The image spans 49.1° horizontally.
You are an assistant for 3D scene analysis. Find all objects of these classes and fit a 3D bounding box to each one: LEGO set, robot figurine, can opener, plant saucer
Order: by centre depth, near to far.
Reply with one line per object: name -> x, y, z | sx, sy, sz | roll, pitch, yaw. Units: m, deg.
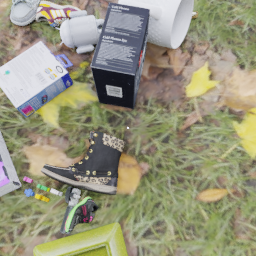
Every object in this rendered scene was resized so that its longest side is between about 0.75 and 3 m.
plant saucer -> -1.266, 4.570, 8.210 | 2.838, 0.679, 2.834 | -15, 73, -4
can opener -> -1.876, 2.650, 9.057 | 0.483, 0.382, 1.453 | -4, 66, 36
LEGO set -> -2.910, 2.058, 9.087 | 1.394, 0.572, 0.532 | 20, 74, 6
robot figurine -> -1.772, -3.672, 10.699 | 1.860, 1.050, 1.577 | -12, 93, -3

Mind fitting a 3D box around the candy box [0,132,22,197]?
candy box -> -5.311, 1.080, 9.138 | 2.494, 1.064, 2.973 | -26, 74, -8

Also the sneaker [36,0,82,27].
sneaker -> -2.684, -4.390, 11.172 | 1.990, 0.746, 0.897 | 14, 81, 11

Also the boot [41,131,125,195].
boot -> -1.381, 1.036, 9.231 | 2.511, 0.919, 1.890 | 15, 74, 1

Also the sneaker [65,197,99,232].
sneaker -> -1.315, 2.546, 8.227 | 0.618, 1.476, 0.567 | 31, 117, 12

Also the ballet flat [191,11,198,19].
ballet flat -> 2.457, -4.568, 11.405 | 0.854, 0.269, 0.293 | -19, 73, -6

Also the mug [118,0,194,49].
mug -> 0.751, -4.142, 10.047 | 2.401, 2.739, 2.022 | 22, 112, 21

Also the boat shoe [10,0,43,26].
boat shoe -> -3.927, -5.487, 11.344 | 1.085, 0.944, 2.943 | 23, 73, 7

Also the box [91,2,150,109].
box -> -0.187, -2.288, 9.422 | 1.358, 2.608, 2.375 | 11, 72, 3

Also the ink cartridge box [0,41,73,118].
ink cartridge box -> -3.244, -1.881, 10.147 | 2.571, 0.981, 1.754 | -38, 76, -10
